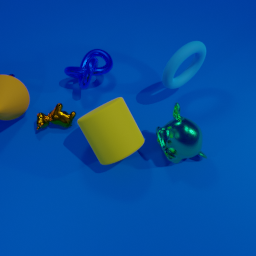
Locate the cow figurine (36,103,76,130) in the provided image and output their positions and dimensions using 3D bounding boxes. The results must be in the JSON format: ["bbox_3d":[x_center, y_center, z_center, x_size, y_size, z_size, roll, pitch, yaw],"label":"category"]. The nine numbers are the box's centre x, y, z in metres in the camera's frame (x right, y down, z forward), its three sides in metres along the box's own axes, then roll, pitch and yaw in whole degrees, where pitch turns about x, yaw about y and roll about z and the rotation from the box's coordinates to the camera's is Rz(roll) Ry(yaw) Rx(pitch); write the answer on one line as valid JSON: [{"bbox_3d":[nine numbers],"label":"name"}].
[{"bbox_3d":[-2.185,-0.243,8.407,1.054,0.578,1.037,32,85,-10],"label":"cow figurine"}]

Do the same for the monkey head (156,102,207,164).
[{"bbox_3d":[1.366,0.201,7.640,1.155,1.917,1.379,-31,25,5],"label":"monkey head"}]

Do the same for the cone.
[{"bbox_3d":[-3.469,-0.642,7.620,1.378,1.378,1.383,-13,23,-9],"label":"cone"}]

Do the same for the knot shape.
[{"bbox_3d":[-1.272,-1.852,8.959,1.611,0.744,1.507,-25,30,10],"label":"knot shape"}]

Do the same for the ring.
[{"bbox_3d":[1.660,-1.827,8.274,1.628,1.628,0.326,-32,65,-21],"label":"ring"}]

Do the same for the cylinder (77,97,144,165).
[{"bbox_3d":[-0.441,0.070,7.375,1.331,1.331,1.331,-32,101,-21],"label":"cylinder"}]

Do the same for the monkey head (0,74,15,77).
[{"bbox_3d":[-4.134,-1.258,8.732,1.238,1.037,1.720,7,60,30],"label":"monkey head"}]
